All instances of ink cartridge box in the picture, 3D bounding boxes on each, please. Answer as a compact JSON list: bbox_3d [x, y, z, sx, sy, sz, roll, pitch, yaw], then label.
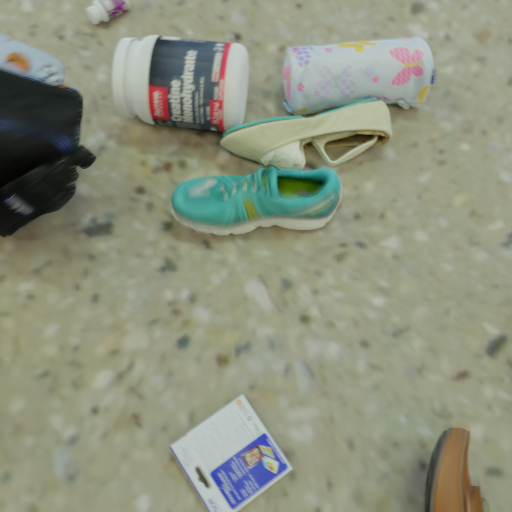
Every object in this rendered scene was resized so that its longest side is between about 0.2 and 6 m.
[{"bbox_3d":[-0.336,2.661,7.403,1.186,0.279,1.172,-33,73,-11],"label":"ink cartridge box"}]

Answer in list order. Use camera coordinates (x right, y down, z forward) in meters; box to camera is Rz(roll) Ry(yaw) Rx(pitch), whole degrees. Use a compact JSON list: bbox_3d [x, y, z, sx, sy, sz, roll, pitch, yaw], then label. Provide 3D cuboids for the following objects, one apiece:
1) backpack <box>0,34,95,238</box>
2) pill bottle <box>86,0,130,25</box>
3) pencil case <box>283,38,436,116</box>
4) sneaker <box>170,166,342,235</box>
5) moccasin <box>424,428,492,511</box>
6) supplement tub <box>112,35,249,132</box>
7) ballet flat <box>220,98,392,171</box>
[{"bbox_3d":[-3.999,-1.624,7.633,3.004,2.861,2.314,19,52,-27],"label":"backpack"},{"bbox_3d":[-2.708,-4.539,10.217,0.732,0.411,0.411,-37,73,-13],"label":"pill bottle"},{"bbox_3d":[1.640,-2.954,9.257,2.434,1.104,1.012,-4,37,-3],"label":"pencil case"},{"bbox_3d":[-0.004,-0.975,8.399,2.591,1.032,1.004,-4,67,-3],"label":"sneaker"},{"bbox_3d":[2.469,3.334,6.455,0.996,0.944,2.580,-4,67,21],"label":"moccasin"},{"bbox_3d":[-1.157,-2.753,8.959,1.962,1.377,1.377,6,68,3],"label":"supplement tub"},{"bbox_3d":[0.862,-1.814,8.900,2.785,0.967,0.967,-14,69,-6],"label":"ballet flat"}]
